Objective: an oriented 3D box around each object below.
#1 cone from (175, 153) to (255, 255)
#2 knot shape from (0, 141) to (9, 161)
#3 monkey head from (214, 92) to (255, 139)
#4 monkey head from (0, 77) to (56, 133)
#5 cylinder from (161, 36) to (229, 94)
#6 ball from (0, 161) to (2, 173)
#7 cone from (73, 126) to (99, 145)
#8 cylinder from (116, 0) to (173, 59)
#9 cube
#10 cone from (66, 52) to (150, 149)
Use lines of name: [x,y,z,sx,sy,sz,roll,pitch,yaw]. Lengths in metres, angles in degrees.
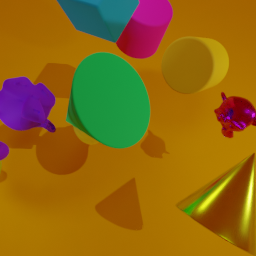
cone: [1.561,0.917,4.111,1.269,1.269,1.274,29,85,16]
knot shape: [-2.410,0.081,4.093,1.237,1.158,0.572,6,47,46]
monkey head: [2.157,-0.209,5.601,0.693,0.828,1.151,-37,54,-12]
monkey head: [-2.311,-0.354,6.243,1.965,1.184,1.413,19,31,-36]
cylinder: [1.333,-1.238,5.504,1.035,1.035,1.035,37,30,20]
ball: [-3.437,0.831,6.093,1.261,1.261,1.261,0,60,0]
cone: [-0.618,-0.177,6.700,1.012,1.015,1.012,14,69,-41]
cylinder: [0.387,-2.823,7.676,1.322,1.322,1.322,5,64,-11]
cube: [-0.618,-2.740,5.933,1.152,1.152,1.152,25,80,22]
cone: [-0.695,-0.294,4.906,1.543,1.549,1.543,13,70,-40]
